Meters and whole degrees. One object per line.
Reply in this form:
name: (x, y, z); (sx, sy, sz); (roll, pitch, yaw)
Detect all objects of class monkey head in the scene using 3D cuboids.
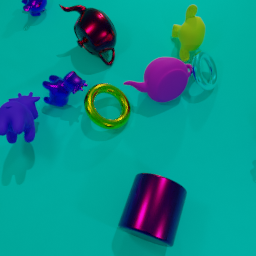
monkey head: (-2.963, -3.974, 8.766); (0.814, 0.682, 1.132); (32, 71, -2)
monkey head: (1.682, -2.738, 8.081); (1.084, 1.507, 0.908); (16, 26, 24)

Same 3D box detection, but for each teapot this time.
teapot: (-1.031, -2.681, 7.842); (1.024, 1.300, 2.091); (-42, 109, -14)
teapot: (0.874, -1.308, 7.352); (1.961, 1.219, 0.960); (-20, 46, -15)

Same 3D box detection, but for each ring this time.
ring: (2.087, -1.542, 7.558); (1.081, 0.216, 1.081); (8, 78, -42)
ring: (-0.510, -0.566, 7.196); (1.287, 0.257, 1.287); (11, 64, -24)

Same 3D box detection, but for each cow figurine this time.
cow figurine: (-2.475, -0.354, 6.380); (0.773, 1.408, 1.386); (-4, 72, -3)
cow figurine: (-1.608, -0.955, 7.171); (1.121, 1.140, 0.626); (21, 42, 9)

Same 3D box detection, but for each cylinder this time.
cylinder: (0.526, 1.704, 5.864); (1.169, 1.169, 1.169); (18, 66, 8)
